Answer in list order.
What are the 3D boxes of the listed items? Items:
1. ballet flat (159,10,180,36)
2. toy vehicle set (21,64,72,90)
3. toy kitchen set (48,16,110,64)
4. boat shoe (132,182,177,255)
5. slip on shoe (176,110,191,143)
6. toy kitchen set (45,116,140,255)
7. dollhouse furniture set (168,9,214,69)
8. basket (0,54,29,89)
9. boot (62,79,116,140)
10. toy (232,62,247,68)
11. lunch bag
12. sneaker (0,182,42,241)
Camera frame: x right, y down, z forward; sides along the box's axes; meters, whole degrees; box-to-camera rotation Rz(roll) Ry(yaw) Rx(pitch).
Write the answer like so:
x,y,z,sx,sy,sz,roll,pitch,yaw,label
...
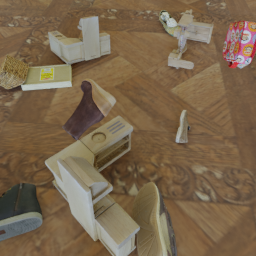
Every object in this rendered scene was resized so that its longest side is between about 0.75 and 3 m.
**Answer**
x,y,z,sx,sy,sz,roll,pitch,yaw,label
2.020,-5.198,13.733,0.678,0.678,1.917,-13,49,-12,ballet flat
-3.188,-2.031,11.110,1.884,0.250,1.170,-5,48,-5,toy vehicle set
-2.089,-4.023,11.913,2.061,1.681,1.859,-23,44,-28,toy kitchen set
0.668,2.357,6.763,0.869,0.783,2.417,-41,25,19,boat shoe
1.854,-0.047,9.147,0.381,0.478,1.257,9,51,15,slip on shoe
-0.285,1.012,6.920,2.595,2.346,2.876,-33,56,-27,toy kitchen set
2.741,-3.835,11.963,1.244,1.456,2.810,16,50,17,dollhouse furniture set
-4.512,-2.058,10.895,0.924,0.885,1.240,24,37,-32,basket
-0.961,-0.425,5.782,1.133,0.493,1.362,-44,39,-8,boot
4.656,-2.862,11.921,0.440,0.180,0.764,-30,54,-24,toy
3.148,-2.339,7.959,0.593,1.276,1.448,9,20,-1,lunch bag
-3.329,2.159,7.030,2.199,0.822,1.168,-8,42,-18,sneaker
